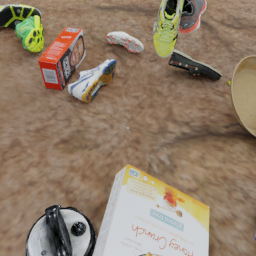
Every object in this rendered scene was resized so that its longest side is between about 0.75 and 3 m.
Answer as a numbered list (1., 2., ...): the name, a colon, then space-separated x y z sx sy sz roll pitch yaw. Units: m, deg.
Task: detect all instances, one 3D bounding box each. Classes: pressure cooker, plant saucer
1. pressure cooker: -1.172 2.169 5.142 1.262 1.434 1.281 18 51 16
2. plant saucer: 3.658 -0.808 7.867 2.436 0.431 2.436 5 78 -25

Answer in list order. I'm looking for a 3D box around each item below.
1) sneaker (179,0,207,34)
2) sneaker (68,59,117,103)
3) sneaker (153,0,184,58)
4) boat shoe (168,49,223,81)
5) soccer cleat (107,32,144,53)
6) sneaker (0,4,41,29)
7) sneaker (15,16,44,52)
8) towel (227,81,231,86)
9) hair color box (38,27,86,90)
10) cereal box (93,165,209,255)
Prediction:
1. sneaker: 1.798 -3.589 8.077 0.746 0.793 1.937 -9 51 27
2. sneaker: -1.141 -1.721 9.166 0.899 0.768 2.039 23 51 20
3. sneaker: 0.809 -2.224 5.944 0.586 1.555 0.594 12 36 11
4. boat shoe: 2.299 -2.047 9.624 1.877 0.588 0.687 26 8 8
5. soccer cleat: -0.057 -3.404 10.857 1.714 0.594 0.665 26 50 26
6. sneaker: -5.106 -4.812 11.817 2.794 1.054 1.068 -6 48 -7
7. sneaker: -3.854 -3.590 10.926 0.988 0.876 2.365 -13 42 -1
8. towel: 3.814 -1.520 9.448 0.853 0.077 0.367 -10 47 -9
9. hair color box: -2.173 -2.406 9.563 0.667 1.105 2.177 10 49 10
10. cereal box: 0.444 2.361 4.934 2.126 0.584 2.955 29 46 -15
